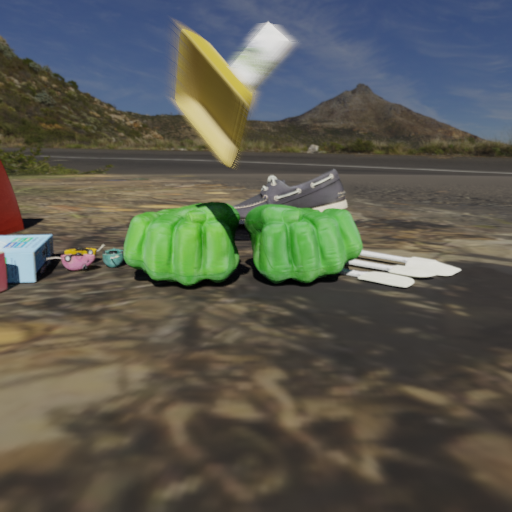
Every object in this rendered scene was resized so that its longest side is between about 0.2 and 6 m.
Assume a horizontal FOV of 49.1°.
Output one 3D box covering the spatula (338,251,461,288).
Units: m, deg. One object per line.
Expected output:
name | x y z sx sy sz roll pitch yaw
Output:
spatula | 1.642 0.151 8.011 1.461 0.169 2.101 -16 17 -40

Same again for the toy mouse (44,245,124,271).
toy mouse | -2.337 0.061 8.080 1.121 0.244 1.261 7 11 36

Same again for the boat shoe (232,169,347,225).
boat shoe | 0.492 -1.343 12.973 3.325 1.043 1.208 -10 7 -15

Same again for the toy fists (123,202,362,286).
toy fists | -0.165 -0.204 7.331 3.070 1.056 1.565 0 15 -6

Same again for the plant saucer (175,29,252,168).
plant saucer | -0.354 -1.387 4.932 0.222 0.916 0.917 -30 -17 -23

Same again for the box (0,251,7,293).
box | -3.337 0.253 6.326 0.587 0.500 0.918 1 10 7

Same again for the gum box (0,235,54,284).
gum box | -3.942 0.029 7.728 1.968 0.438 1.672 -2 10 -11

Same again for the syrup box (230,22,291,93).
syrup box | 0.009 -3.782 10.972 0.555 1.410 0.574 44 12 3

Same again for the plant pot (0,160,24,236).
plant pot | -6.043 -1.240 11.262 1.925 1.698 1.927 -1 11 0
